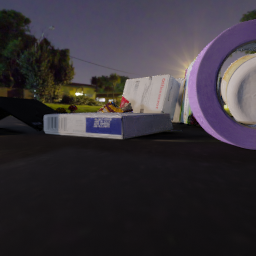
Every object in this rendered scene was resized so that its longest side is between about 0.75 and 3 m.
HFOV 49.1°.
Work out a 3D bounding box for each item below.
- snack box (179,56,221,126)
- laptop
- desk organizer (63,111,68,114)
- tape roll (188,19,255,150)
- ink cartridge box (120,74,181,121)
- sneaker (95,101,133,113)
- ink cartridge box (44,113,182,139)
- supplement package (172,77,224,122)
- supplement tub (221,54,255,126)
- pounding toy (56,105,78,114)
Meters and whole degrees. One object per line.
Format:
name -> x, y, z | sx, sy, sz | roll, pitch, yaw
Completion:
snack box -> 2.368, -1.161, 9.586 | 0.782, 2.098, 2.951 | 6, 4, 3
laptop -> -3.321, -0.065, 7.847 | 2.934, 1.515, 2.600 | -26, -3, 12
desk organizer -> -2.971, -0.404, 10.727 | 0.577, 0.537, 1.498 | 4, 4, 21
tape roll -> 1.486, -0.492, 3.346 | 1.462, 1.462, 0.479 | 0, 2, 1
ink cartridge box -> 0.797, -1.084, 10.563 | 2.093, 1.520, 0.872 | 2, -17, 42
sneaker -> -0.673, -0.409, 8.325 | 1.717, 0.774, 0.643 | 0, 3, 11
ink cartridge box -> -0.254, -0.107, 5.891 | 2.133, 0.434, 2.137 | 2, 4, 37
supplement package -> 2.867, -1.178, 12.183 | 2.426, 1.890, 1.345 | 2, 4, 24
supplement tub -> 3.334, -1.013, 7.162 | 1.742, 1.742, 2.412 | 1, 15, 14
pounding toy -> -2.121, -0.438, 9.686 | 1.155, 0.694, 1.496 | -1, 3, -14
